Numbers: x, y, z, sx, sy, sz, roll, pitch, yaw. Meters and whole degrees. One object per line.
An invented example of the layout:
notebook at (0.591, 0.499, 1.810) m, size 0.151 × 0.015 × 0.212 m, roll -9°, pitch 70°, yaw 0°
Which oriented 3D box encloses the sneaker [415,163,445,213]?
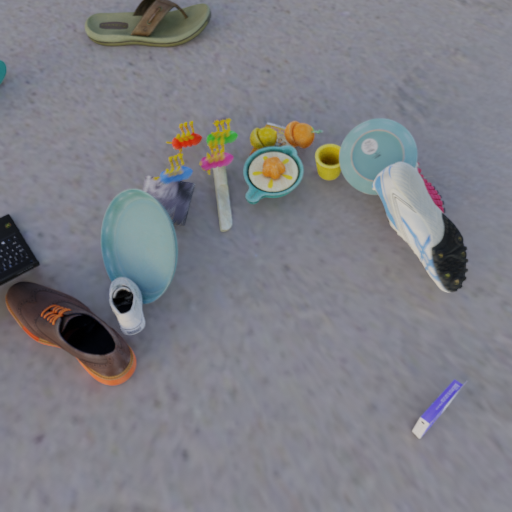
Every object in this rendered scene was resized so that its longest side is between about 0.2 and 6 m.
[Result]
sneaker at (3.004, -1.579, 11.759) m, size 0.894 × 0.965 × 2.394 m, roll -19°, pitch 59°, yaw -9°

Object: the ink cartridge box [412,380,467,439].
ink cartridge box at (2.952, 2.436, 9.055) m, size 0.934 × 0.943 × 0.205 m, roll -39°, pitch 64°, yaw -23°

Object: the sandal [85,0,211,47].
sandal at (-2.892, -6.321, 14.940) m, size 3.411 × 0.973 × 1.355 m, roll -6°, pitch 56°, yaw -4°

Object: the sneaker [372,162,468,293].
sneaker at (3.129, -0.513, 10.689) m, size 0.958 × 0.966 × 2.666 m, roll -24°, pitch 84°, yaw -26°

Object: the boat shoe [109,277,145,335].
boat shoe at (-2.387, 0.761, 10.067) m, size 0.579 × 0.529 × 1.610 m, roll -18°, pitch 34°, yaw -7°

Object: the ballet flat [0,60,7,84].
ballet flat at (-7.067, -3.975, 13.459) m, size 0.797 × 0.862 × 2.556 m, roll 14°, pitch 56°, yaw 17°

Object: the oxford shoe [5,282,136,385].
oxford shoe at (-3.347, 1.116, 9.873) m, size 2.903 × 1.053 × 1.033 m, roll 27°, pitch 60°, yaw 17°

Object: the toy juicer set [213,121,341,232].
toy juicer set at (0.187, -2.015, 12.000) m, size 3.097 × 0.843 × 1.970 m, roll -26°, pitch 64°, yaw -10°

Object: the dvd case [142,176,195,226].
dvd case at (-1.886, -1.146, 11.552) m, size 1.213 × 0.097 × 0.902 m, roll 12°, pitch 86°, yaw 26°

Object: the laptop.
laptop at (-5.337, 0.140, 10.423) m, size 2.147 × 1.251 × 2.423 m, roll -30°, pitch 61°, yaw -20°

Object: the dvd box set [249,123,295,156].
dvd box set at (0.441, -2.530, 12.865) m, size 0.862 × 0.173 × 1.179 m, roll 19°, pitch 58°, yaw 12°

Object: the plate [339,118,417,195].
plate at (2.452, -2.016, 11.322) m, size 1.559 × 0.199 × 1.559 m, roll 0°, pitch 91°, yaw 15°

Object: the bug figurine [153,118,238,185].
bug figurine at (-1.234, -2.169, 11.787) m, size 1.665 × 0.552 × 2.147 m, roll -10°, pitch 38°, yaw 13°

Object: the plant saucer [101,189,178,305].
plant saucer at (-2.140, -0.175, 10.386) m, size 2.135 × 2.135 × 0.292 m, roll 45°, pitch 32°, yaw 26°
